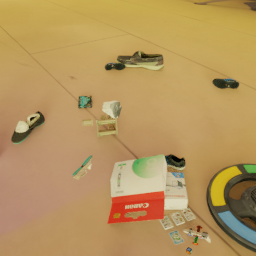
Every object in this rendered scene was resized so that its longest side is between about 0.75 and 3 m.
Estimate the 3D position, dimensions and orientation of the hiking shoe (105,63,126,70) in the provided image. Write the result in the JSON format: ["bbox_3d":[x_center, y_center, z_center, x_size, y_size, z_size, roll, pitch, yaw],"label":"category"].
[{"bbox_3d":[-0.656,-3.205,14.295,1.066,0.397,0.462,0,37,0],"label":"hiking shoe"}]

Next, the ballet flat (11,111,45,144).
[{"bbox_3d":[-3.565,-0.100,9.869,0.542,0.546,1.595,13,38,18],"label":"ballet flat"}]

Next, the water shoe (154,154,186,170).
[{"bbox_3d":[1.237,0.937,8.536,1.066,0.421,0.381,12,38,16],"label":"water shoe"}]

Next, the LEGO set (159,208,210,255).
[{"bbox_3d":[1.367,2.480,6.661,0.861,0.283,1.152,-15,29,-14],"label":"LEGO set"}]

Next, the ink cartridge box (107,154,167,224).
[{"bbox_3d":[0.228,1.546,7.322,1.497,0.466,1.861,-12,31,18],"label":"ink cartridge box"}]

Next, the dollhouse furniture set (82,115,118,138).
[{"bbox_3d":[-1.012,-0.065,9.980,1.176,0.654,1.040,-6,12,-7],"label":"dollhouse furniture set"}]

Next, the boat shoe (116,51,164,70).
[{"bbox_3d":[0.632,-3.591,14.450,2.542,0.835,0.908,12,37,16],"label":"boat shoe"}]

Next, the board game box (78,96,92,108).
[{"bbox_3d":[-1.771,-1.089,11.606,0.555,0.115,0.820,-4,36,-6],"label":"board game box"}]

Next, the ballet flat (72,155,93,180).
[{"bbox_3d":[-1.155,1.072,7.489,0.762,0.256,0.259,-47,20,-14],"label":"ballet flat"}]

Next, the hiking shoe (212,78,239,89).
[{"bbox_3d":[4.392,-2.038,12.721,1.208,0.449,0.524,9,28,-4],"label":"hiking shoe"}]

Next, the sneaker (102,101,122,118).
[{"bbox_3d":[-0.553,-0.599,8.846,0.591,0.519,1.476,18,-3,2],"label":"sneaker"}]

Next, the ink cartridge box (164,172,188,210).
[{"bbox_3d":[1.184,1.672,7.527,0.713,0.418,0.974,0,34,1],"label":"ink cartridge box"}]

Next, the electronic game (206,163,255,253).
[{"bbox_3d":[3.427,1.917,7.030,2.845,0.592,2.845,0,35,0],"label":"electronic game"}]
